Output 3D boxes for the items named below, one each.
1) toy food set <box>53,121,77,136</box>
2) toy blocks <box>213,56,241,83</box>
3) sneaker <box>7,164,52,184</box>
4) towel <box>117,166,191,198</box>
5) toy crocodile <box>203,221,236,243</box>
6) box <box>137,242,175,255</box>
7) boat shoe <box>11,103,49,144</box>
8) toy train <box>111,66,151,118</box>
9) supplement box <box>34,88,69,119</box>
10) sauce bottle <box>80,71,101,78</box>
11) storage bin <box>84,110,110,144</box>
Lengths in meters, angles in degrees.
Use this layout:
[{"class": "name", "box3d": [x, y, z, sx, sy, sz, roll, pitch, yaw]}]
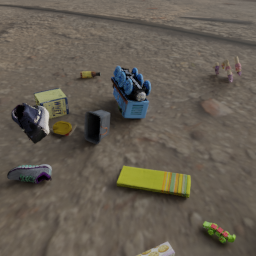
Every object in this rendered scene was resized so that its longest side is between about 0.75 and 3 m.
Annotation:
[{"class": "toy food set", "box3d": [-2.423, 0.076, 10.782, 0.967, 0.316, 0.569, 12, 59, 21]}, {"class": "toy blocks", "box3d": [5.285, -2.926, 14.827, 1.397, 1.176, 1.305, -13, -3, 23]}, {"class": "sneaker", "box3d": [-2.985, 1.454, 8.509, 1.308, 0.487, 0.572, -9, 39, -14]}, {"class": "towel", "box3d": [0.803, 1.615, 8.547, 2.167, 0.196, 0.933, 7, 29, 12]}, {"class": "toy crocodile", "box3d": [2.261, 2.583, 6.982, 0.820, 0.253, 0.277, 27, 42, 35]}, {"class": "box", "box3d": [0.287, 3.040, 6.231, 1.610, 0.311, 0.334, -14, 36, -21]}, {"class": "boat shoe", "box3d": [-2.945, -0.439, 8.412, 0.796, 0.989, 2.132, -36, 32, -5]}, {"class": "toy train", "box3d": [0.024, -1.601, 12.071, 1.212, 1.597, 2.795, 1, 31, -23]}, {"class": "supplement box", "box3d": [-3.274, -1.054, 12.005, 1.155, 0.775, 1.154, -17, 37, -24]}, {"class": "sauce bottle", "box3d": [-2.028, -2.900, 15.186, 1.092, 0.361, 0.361, -2, 34, -2]}, {"class": "storage bin", "box3d": [-1.035, -0.100, 10.328, 0.847, 1.164, 0.782, 20, 29, 27]}]
